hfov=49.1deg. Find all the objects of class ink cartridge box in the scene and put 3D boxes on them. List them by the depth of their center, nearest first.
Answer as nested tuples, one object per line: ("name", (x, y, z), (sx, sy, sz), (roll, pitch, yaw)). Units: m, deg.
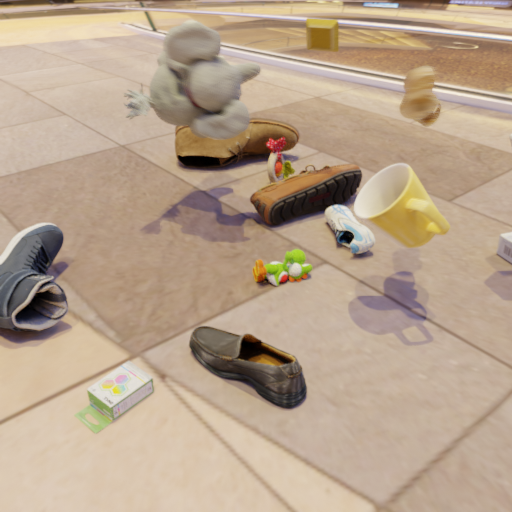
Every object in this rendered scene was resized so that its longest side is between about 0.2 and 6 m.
("ink cartridge box", (-2.073, 2.033, 8.145), (0.556, 0.318, 1.071), (24, 39, 33))

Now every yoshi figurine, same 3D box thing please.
("yoshi figurine", (0.515, 0.161, 10.922), (1.136, 0.636, 0.638), (-5, 25, -13))

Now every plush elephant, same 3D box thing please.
("plush elephant", (-1.043, -3.637, 11.794), (2.312, 2.460, 2.986), (3, 31, 35))

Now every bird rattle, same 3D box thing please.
("bird rattle", (0.573, -2.391, 14.556), (0.712, 1.263, 1.030), (10, 57, 15))

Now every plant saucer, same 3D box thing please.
("plant saucer", (1.386, -4.648, 11.889), (0.708, 0.708, 0.172), (11, 50, 17))

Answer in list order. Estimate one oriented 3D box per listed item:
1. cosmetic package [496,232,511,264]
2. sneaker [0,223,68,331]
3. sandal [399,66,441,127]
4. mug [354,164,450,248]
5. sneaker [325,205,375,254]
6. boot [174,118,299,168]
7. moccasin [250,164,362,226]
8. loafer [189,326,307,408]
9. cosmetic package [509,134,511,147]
("cosmetic package", (5.706, -0.206, 11.600), (1.197, 0.486, 0.676), (-13, 32, -18))
("sneaker", (-3.864, 0.350, 10.056), (1.876, 0.987, 2.596), (4, 40, 26))
("sandal", (2.691, -2.370, 9.044), (0.627, 0.563, 1.711), (-17, -16, 13))
("mug", (2.418, -0.638, 9.154), (1.135, 1.163, 1.417), (-37, 28, 25))
("sneaker", (1.893, -0.605, 12.151), (0.638, 0.633, 1.761), (-17, 32, -15))
("boot", (-0.534, -3.060, 15.897), (3.571, 1.314, 1.347), (-1, 55, 0))
("moccasin", (1.254, -1.599, 13.438), (2.976, 1.089, 1.149), (-25, 47, -19))
("loafer", (-0.153, 1.479, 8.598), (2.151, 0.777, 0.783), (19, 37, 29))
("cosmetic package", (5.369, -2.089, 9.603), (1.743, 0.938, 0.739), (-32, 48, 12))
